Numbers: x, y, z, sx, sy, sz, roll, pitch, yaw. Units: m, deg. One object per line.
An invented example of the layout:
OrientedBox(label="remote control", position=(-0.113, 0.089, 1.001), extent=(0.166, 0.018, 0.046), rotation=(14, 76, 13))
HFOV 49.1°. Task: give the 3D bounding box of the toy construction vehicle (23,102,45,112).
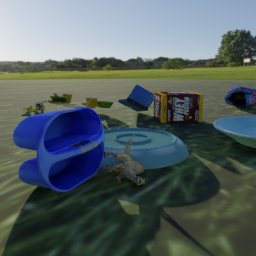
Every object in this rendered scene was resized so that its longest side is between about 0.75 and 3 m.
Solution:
OrientedBox(label="toy construction vehicle", position=(-3.583, -0.746, 10.855), extent=(0.807, 0.284, 0.703), rotation=(-4, 23, -3))

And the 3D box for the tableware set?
OrientedBox(label="tableware set", position=(-1.893, -1.072, 10.657), extent=(1.857, 0.423, 2.757), rotation=(-2, 10, -40))

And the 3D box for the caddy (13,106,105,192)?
OrientedBox(label="caddy", position=(-0.856, 0.261, 3.991), extent=(0.799, 1.076, 1.522), rotation=(1, 12, 25))

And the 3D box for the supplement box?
OrientedBox(label="supplement box", position=(1.576, -0.703, 9.046), extent=(1.288, 0.855, 1.270), rotation=(-1, 12, -7))

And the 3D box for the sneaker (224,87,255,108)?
OrientedBox(label="sneaker", position=(5.288, -1.194, 11.518), extent=(2.796, 1.053, 1.097), rotation=(-1, 15, 42))

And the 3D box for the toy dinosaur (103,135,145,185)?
OrientedBox(label="toy dinosaur", position=(-0.066, 0.550, 4.352), extent=(0.627, 0.361, 1.240), rotation=(3, 29, -11))

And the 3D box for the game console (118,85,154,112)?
OrientedBox(label="game console", position=(0.326, -1.056, 10.147), extent=(1.036, 0.613, 0.884), rotation=(24, -15, -37))

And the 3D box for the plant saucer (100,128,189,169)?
OrientedBox(label="plant saucer", position=(0.079, 0.316, 5.598), extent=(2.229, 0.305, 2.229), rotation=(0, 11, 0))

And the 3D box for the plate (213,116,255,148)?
OrientedBox(label="plate", position=(3.457, 0.134, 6.267), extent=(2.998, 0.383, 2.998), rotation=(0, 13, 0))
